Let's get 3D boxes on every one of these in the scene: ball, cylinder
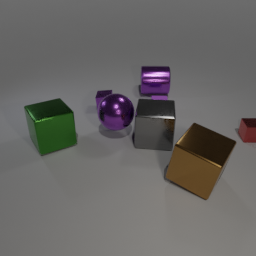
[{"bbox_3d":[-0.452,-0.598,10.539,1.400,1.400,1.400,0,32,0],"label":"ball"},{"bbox_3d":[1.349,-2.393,14.058,1.400,1.400,1.400,1,32,1],"label":"cylinder"}]

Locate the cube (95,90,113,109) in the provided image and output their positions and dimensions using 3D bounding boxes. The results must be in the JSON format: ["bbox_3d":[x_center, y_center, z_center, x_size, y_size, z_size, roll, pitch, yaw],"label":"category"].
[{"bbox_3d":[-1.046,-1.256,12.711,0.700,0.700,0.700,-3,32,5],"label":"cube"}]

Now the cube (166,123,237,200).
[{"bbox_3d":[2.163,0.953,8.379,1.400,1.400,1.400,27,42,22],"label":"cube"}]

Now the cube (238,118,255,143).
[{"bbox_3d":[4.735,0.086,10.737,0.700,0.700,0.700,0,32,0],"label":"cube"}]

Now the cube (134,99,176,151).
[{"bbox_3d":[1.004,-0.151,10.444,1.400,1.400,1.400,3,32,6],"label":"cube"}]

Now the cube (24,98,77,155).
[{"bbox_3d":[-2.839,-0.097,10.307,1.400,1.400,1.400,-17,34,-27],"label":"cube"}]

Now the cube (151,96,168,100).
[{"bbox_3d":[1.388,-0.971,12.438,0.700,0.700,0.700,1,32,2],"label":"cube"}]
